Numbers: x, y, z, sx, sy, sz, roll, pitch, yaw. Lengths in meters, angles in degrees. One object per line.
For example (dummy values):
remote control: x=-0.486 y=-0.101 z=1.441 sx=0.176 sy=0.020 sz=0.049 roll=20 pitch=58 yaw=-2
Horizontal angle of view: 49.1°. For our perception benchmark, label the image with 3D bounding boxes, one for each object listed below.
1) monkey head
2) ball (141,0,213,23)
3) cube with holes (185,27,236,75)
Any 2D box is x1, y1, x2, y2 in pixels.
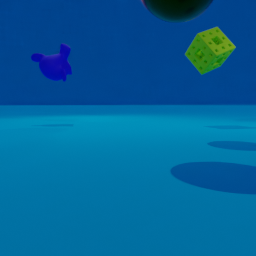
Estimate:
monkey head: x=-2.743 y=-2.511 z=10.668 sx=1.856 sy=1.335 sz=1.118 roll=34 pitch=32 yaw=18
ball: x=0.745 y=-2.213 z=4.151 sx=1.229 sy=1.229 sz=1.229 roll=0 pitch=5 yaw=0
cube with holes: x=2.967 y=-2.810 z=10.200 sx=1.052 sy=1.052 sz=1.052 roll=-26 pitch=-18 yaw=-27
